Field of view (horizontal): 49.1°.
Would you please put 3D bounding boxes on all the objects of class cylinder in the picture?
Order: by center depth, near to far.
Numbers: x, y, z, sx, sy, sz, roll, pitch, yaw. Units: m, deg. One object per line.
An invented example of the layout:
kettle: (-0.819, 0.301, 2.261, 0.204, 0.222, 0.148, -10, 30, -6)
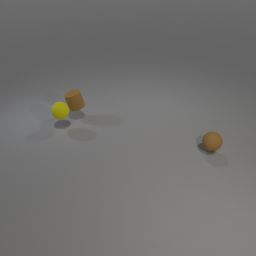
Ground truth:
cylinder: (-2.261, -1.186, 11.882, 0.700, 0.700, 0.700, -12, 33, 8)

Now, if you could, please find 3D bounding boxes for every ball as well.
ball: (3.012, 0.477, 10.000, 0.700, 0.700, 0.700, 0, 31, 0)
ball: (-2.696, -0.686, 11.158, 0.700, 0.700, 0.700, 0, 31, 0)
